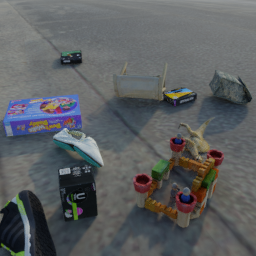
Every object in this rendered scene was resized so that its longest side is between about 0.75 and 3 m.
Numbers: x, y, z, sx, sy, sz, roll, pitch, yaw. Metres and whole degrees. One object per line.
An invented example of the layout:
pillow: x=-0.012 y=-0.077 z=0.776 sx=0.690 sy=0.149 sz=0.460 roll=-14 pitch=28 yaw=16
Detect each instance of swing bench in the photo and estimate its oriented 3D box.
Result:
swing bench: x=0.527 y=-1.768 z=10.926 sx=1.813 sy=1.183 sz=1.823 roll=6 pitch=31 yaw=12

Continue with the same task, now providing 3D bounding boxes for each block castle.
block castle: x=1.225 y=1.057 z=6.452 sx=1.445 sy=1.015 sz=2.163 roll=19 pitch=36 yaw=28

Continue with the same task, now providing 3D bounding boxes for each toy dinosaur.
toy dinosaur: x=1.936 y=0.314 z=8.294 sx=1.072 sy=0.617 sz=2.119 roll=23 pitch=43 yaw=7

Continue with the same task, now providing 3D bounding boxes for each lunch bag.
lunch bag: x=4.065 y=-1.576 z=10.911 sx=1.496 sy=0.879 sz=1.227 roll=19 pitch=28 yaw=-2

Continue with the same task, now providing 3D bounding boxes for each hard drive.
hard drive: x=-3.059 y=-3.833 z=15.201 sx=1.125 sy=0.305 sz=1.611 roll=-5 pitch=32 yaw=-9

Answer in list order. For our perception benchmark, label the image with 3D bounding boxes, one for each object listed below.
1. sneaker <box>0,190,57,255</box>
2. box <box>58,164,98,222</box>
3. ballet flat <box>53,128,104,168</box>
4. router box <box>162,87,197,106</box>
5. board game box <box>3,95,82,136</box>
sneaker: x=-1.977 y=2.112 z=5.240 sx=0.890 sy=0.771 sz=2.149 roll=-33 pitch=37 yaw=-5
box: x=-1.059 y=1.375 z=5.948 sx=0.733 sy=0.987 sz=0.613 roll=-7 pitch=32 yaw=-12
ballet flat: x=-1.299 y=0.448 z=7.717 sx=1.940 sy=0.674 sz=0.674 roll=21 pitch=37 yaw=35
router box: x=2.006 y=-1.240 z=10.940 sx=1.112 sy=0.284 sz=0.829 roll=-19 pitch=36 yaw=-28
board game box: x=-2.802 y=-0.476 z=9.438 sx=2.363 sy=0.529 sz=1.589 roll=-6 pitch=32 yaw=-10
